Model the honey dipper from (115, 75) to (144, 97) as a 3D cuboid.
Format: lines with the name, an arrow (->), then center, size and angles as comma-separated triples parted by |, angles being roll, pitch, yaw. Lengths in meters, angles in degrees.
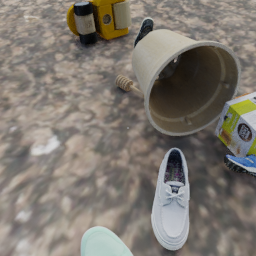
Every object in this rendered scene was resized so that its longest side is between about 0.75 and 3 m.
honey dipper -> 0.509, -1.148, 9.624 | 2.306, 0.438, 0.438 | 36, 55, 26

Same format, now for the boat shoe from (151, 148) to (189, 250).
boat shoe -> 1.093, 1.544, 6.659 | 0.885, 0.842, 2.458 | 10, 47, 9

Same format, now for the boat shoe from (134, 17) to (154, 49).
boat shoe -> 0.611, -3.263, 10.533 | 0.611, 1.634, 0.542 | 11, 45, -14

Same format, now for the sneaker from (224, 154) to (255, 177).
sneaker -> 3.122, 0.926, 7.442 | 1.169, 0.459, 0.521 | 19, 65, 1

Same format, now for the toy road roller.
toy road roller -> -1.393, -5.003, 12.524 | 2.744, 1.686, 2.003 | -21, 38, -19

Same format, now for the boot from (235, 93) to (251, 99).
boot -> 3.645, -0.736, 9.123 | 1.264, 0.485, 0.982 | 15, 47, 16

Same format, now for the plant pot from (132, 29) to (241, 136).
plant pot -> 1.400, -1.666, 8.460 | 2.839, 2.839, 2.599 | -13, 40, -12

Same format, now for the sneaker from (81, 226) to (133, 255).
sneaker -> -0.144, 2.728, 4.914 | 1.059, 1.697, 2.877 | -20, 48, -17

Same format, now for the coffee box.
coffee box -> 3.494, -0.048, 7.885 | 1.299, 1.297, 1.285 | -18, 49, -17
